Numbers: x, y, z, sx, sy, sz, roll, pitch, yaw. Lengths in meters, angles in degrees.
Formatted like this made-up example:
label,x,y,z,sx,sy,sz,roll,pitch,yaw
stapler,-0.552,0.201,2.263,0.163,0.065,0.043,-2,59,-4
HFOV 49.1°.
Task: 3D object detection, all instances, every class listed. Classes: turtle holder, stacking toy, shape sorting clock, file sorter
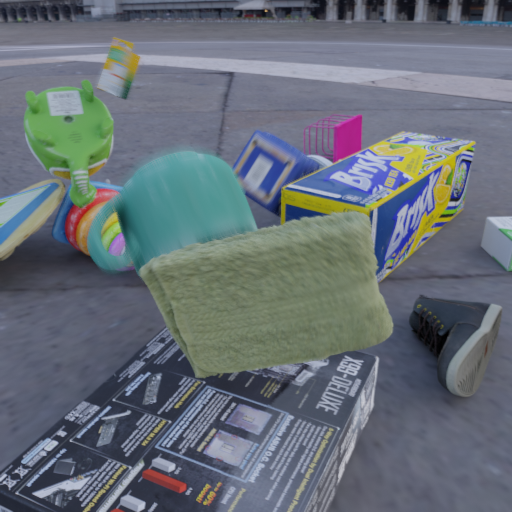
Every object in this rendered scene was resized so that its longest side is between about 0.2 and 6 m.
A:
label,x,y,z,sx,sy,sz,roll,pitch,yaw
turtle holder,-2.709,-1.684,8.499,1.699,1.207,1.291,43,61,10
stacking toy,-2.073,-0.222,8.684,2.096,1.150,1.217,35,17,31
shape sorting clock,-3.951,-0.392,8.633,2.403,0.471,2.403,-22,29,13
file sorter,1.915,-2.887,14.018,0.958,1.061,1.527,12,28,30

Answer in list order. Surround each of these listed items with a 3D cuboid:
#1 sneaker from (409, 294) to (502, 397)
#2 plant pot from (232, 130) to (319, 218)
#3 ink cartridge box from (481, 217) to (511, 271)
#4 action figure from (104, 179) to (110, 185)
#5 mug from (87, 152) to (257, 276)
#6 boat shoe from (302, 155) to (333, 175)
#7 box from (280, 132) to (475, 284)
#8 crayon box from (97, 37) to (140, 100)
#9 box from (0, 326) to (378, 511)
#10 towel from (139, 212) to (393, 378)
label,x,y,z,sx,sy,sz,roll,pitch,yaw
sneaker,2.159,0.998,6.509,0.994,0.700,1.872,10,18,31
plant pot,0.214,-1.319,8.950,1.101,1.101,0.990,35,11,12
ink cartridge box,4.507,-0.218,9.013,1.342,0.564,0.979,-2,26,-4
action figure,-2.146,-0.998,10.680,2.224,0.608,1.314,16,27,22
mug,-0.936,-0.533,6.506,1.506,1.133,1.833,-24,-8,21
boat shoe,1.261,-1.887,12.258,0.682,0.791,2.198,-13,26,-28
box,2.226,-0.962,9.589,1.542,1.415,4.402,18,32,33
crayon box,-1.985,-2.728,8.157,0.487,0.775,0.200,29,13,33
box,-0.396,1.630,5.000,2.280,0.719,2.891,11,28,22
towel,0.111,0.356,4.609,1.862,1.382,0.340,-13,34,10
